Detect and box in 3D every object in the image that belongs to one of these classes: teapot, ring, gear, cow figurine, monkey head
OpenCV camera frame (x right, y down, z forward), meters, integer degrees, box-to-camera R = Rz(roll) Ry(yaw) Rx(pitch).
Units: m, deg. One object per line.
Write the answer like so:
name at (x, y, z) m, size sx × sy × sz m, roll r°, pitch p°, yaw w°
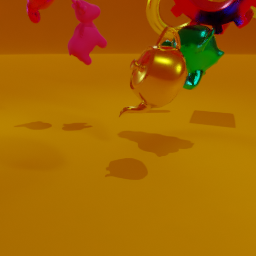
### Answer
teapot at (0.360, -0.761, 4.188) m, size 0.745 × 1.523 × 0.947 m, roll 20°, pitch 14°, yaw -21°
ring at (1.450, -3.453, 7.911) m, size 1.925 × 1.925 × 0.385 m, roll -1°, pitch 40°, yaw -5°
gear at (1.481, -2.594, 4.826) m, size 1.936 × 1.936 × 0.358 m, roll 12°, pitch 51°, yaw 36°
cow figurine at (-1.049, -2.247, 6.509) m, size 1.227 × 1.246 × 0.684 m, roll 40°, pitch 0°, yaw -45°
monkey head at (1.139, -1.311, 5.102) m, size 0.886 × 1.058 × 1.471 m, roll 31°, pitch -7°, yaw -26°
monkey head at (-2.026, -3.028, 5.883) m, size 1.051 × 1.461 × 0.880 m, roll -8°, pitch 54°, yaw -40°

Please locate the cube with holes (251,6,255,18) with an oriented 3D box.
cube with holes at (3.734, -3.441, 6.756) m, size 1.326 × 1.326 × 1.326 m, roll 25°, pitch 6°, yaw 10°
